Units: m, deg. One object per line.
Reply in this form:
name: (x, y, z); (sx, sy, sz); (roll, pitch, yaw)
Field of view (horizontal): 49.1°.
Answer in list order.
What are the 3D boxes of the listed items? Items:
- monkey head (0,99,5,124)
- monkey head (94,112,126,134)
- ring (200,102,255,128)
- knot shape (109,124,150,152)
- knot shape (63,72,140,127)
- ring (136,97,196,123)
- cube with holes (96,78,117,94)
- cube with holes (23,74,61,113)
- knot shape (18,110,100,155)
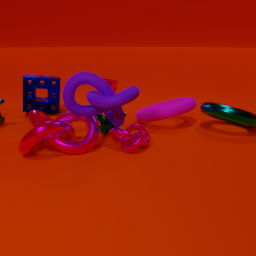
monkey head: (-4.168, -0.431, 8.722); (0.922, 0.772, 1.281); (-28, 5, 1)
monkey head: (-0.606, -0.238, 8.324); (1.073, 0.772, 0.646); (-21, 23, 37)
ring: (3.109, -0.394, 8.538); (1.850, 0.370, 1.850); (17, 3, -1)
knot shape: (0.105, 0.258, 7.150); (1.117, 0.516, 1.045); (-2, 17, -13)
knot shape: (-0.716, -0.694, 6.724); (1.677, 0.828, 1.792); (16, -19, -17)
ring: (1.238, -0.609, 9.247); (2.022, 0.404, 2.022); (-15, 7, 2)
cube with holes: (-1.005, -1.894, 13.322); (0.756, 0.756, 0.756); (12, 20, 12)
cube with holes: (-3.211, -1.297, 10.434); (1.258, 1.258, 1.258); (1, 12, -17)
knot shape: (-1.661, 0.074, 7.100); (1.877, 0.927, 2.006); (0, 18, -1)
